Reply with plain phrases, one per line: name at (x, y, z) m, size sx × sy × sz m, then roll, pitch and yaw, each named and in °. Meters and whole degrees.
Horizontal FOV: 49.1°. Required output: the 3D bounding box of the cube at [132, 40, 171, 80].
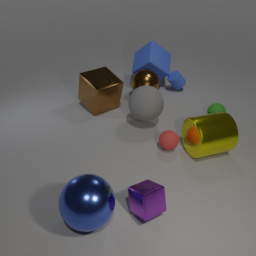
cube at (1.225, -3.346, 14.506) m, size 1.400 × 1.400 × 1.400 m, roll 26°, pitch 59°, yaw -32°

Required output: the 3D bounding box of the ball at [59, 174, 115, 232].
ball at (-1.016, 1.850, 7.000) m, size 1.400 × 1.400 × 1.400 m, roll 0°, pitch 32°, yaw 0°

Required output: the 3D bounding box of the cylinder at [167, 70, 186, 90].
cylinder at (2.463, -2.429, 14.195) m, size 0.700 × 0.700 × 0.700 m, roll -30°, pitch 37°, yaw 26°

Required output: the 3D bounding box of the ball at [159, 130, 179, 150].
ball at (1.441, 0.421, 9.851) m, size 0.700 × 0.700 × 0.700 m, roll 0°, pitch 32°, yaw 0°

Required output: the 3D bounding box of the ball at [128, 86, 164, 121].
ball at (0.714, -0.965, 11.029) m, size 1.400 × 1.400 × 1.400 m, roll 0°, pitch 32°, yaw 0°

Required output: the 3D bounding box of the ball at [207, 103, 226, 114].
ball at (3.425, -0.617, 10.811) m, size 0.700 × 0.700 × 0.700 m, roll 0°, pitch 32°, yaw 0°

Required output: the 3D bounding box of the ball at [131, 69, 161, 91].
ball at (0.851, -2.111, 13.395) m, size 1.400 × 1.400 × 1.400 m, roll 0°, pitch 32°, yaw 0°

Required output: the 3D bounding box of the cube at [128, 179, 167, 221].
cube at (0.494, 1.844, 7.275) m, size 0.700 × 0.700 × 0.700 m, roll -15°, pitch 15°, yaw -32°

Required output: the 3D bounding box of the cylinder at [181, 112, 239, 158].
cylinder at (2.773, 0.227, 9.608) m, size 1.400 × 1.400 × 1.400 m, roll -10°, pitch 33°, yaw -15°

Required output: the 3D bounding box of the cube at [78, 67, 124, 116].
cube at (-1.231, -1.647, 12.371) m, size 1.400 × 1.400 × 1.400 m, roll -23°, pitch 54°, yaw -33°
